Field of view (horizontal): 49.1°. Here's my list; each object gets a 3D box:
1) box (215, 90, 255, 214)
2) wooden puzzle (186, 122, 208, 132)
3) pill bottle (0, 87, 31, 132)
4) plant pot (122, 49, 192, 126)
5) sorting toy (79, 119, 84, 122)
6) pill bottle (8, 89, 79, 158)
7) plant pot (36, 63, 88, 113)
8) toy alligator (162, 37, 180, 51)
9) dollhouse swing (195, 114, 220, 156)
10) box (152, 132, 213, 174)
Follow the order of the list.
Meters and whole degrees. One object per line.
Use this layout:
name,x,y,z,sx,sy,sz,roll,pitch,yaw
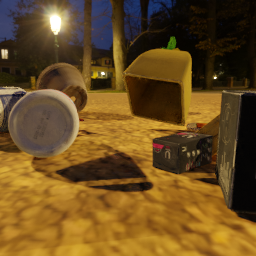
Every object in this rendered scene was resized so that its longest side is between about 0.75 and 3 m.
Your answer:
box,1.653,0.207,3.611,0.841,1.356,1.333,3,10,9
wooden puzzle,2.895,-0.017,8.368,1.756,0.353,1.898,-2,9,-11
pill bottle,-3.851,-0.580,8.705,1.376,1.376,2.479,3,9,22
plant pot,1.207,-1.531,9.210,1.910,1.923,1.967,13,53,22
sorting toy,-2.395,-0.045,8.510,1.059,0.372,2.197,8,12,41
pill bottle,-1.836,-0.228,6.506,1.336,1.336,2.457,-2,9,-12
plant pot,-3.161,-1.803,14.327,2.600,2.600,2.256,-5,27,-28
toy alligator,1.569,-2.241,10.795,0.660,2.433,0.722,-9,15,-24
dollhouse swing,2.424,0.411,5.788,1.724,1.515,1.567,-12,-27,-51
box,0.984,0.410,5.006,1.009,0.535,0.617,-9,12,-42
